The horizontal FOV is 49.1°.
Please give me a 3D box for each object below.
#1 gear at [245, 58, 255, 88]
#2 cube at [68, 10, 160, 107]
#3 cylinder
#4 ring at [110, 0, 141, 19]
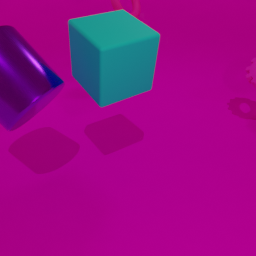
[{"bbox_3d":[3.598,-1.526,6.980,1.260,0.233,1.260,-32,34,24],"label":"gear"},{"bbox_3d":[-0.282,-1.283,5.062,1.153,1.153,1.153,-23,51,-26],"label":"cube"},{"bbox_3d":[-1.936,-0.801,4.671,1.252,1.252,1.252,48,38,-8],"label":"cylinder"},{"bbox_3d":[-0.071,-4.059,8.946,0.271,1.353,1.353,-7,22,41],"label":"ring"}]
